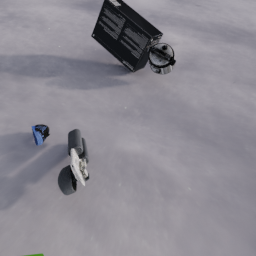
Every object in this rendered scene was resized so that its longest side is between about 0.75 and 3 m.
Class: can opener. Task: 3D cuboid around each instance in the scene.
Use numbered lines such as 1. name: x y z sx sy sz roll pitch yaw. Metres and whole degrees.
1. can opener: -1.209 0.623 6.193 0.702 0.556 2.113 -24 24 2

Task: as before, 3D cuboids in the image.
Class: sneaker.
1. sneaker: -2.163 0.124 7.037 0.425 0.383 1.091 -12 22 -20

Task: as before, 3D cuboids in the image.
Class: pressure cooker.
1. pressure cooker: 1.106 -2.307 9.216 0.872 0.992 0.886 -10 79 9

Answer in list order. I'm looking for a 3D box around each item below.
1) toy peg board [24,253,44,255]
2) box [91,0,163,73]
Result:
1. toy peg board: -1.243 2.267 2.948 0.989 2.013 2.021 6 71 -30
2. box: -0.090 -3.379 10.181 2.251 1.588 0.888 44 41 11
